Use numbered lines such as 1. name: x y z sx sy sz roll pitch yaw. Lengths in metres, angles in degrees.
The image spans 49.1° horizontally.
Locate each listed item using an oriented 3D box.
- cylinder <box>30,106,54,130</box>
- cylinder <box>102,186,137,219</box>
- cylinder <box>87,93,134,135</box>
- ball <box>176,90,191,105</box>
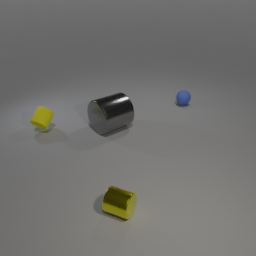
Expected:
1. cylinder: -3.432 -0.397 11.225 0.700 0.700 0.700 12 66 20
2. cylinder: -0.216 1.956 7.389 0.700 0.700 0.700 13 31 22
3. cylinder: -0.698 -0.599 11.325 1.400 1.400 1.400 -21 35 -33
4. ball: 2.689 -1.484 13.545 0.700 0.700 0.700 0 29 0
